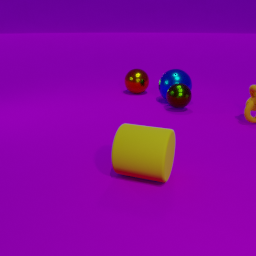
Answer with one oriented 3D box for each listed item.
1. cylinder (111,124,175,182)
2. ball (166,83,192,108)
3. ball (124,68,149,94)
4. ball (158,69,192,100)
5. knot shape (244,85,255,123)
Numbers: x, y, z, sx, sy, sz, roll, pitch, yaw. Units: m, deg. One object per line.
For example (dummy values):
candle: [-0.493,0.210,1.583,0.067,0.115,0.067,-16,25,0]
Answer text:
cylinder: [0.342,0.492,5.730,1.060,1.060,1.060,7,22,19]
ball: [1.832,-1.157,10.068,0.908,0.908,0.908,0,21,0]
ball: [0.394,-2.080,12.467,1.119,1.119,1.119,0,21,0]
ball: [1.866,-1.672,11.087,1.317,1.317,1.317,0,21,0]
knot shape: [3.961,-0.843,8.648,0.550,1.114,1.190,13,61,21]
